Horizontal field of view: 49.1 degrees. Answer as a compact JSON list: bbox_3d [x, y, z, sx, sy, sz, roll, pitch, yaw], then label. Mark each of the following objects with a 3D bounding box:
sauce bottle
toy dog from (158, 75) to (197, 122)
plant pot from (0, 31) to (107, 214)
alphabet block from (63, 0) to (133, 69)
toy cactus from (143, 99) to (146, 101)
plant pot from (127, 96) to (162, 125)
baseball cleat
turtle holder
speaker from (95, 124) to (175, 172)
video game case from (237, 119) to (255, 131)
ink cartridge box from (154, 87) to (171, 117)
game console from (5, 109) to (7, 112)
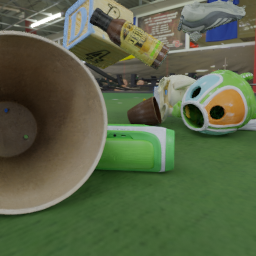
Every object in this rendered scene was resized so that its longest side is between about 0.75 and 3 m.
[{"bbox_3d":[0.022,-2.185,6.797,2.020,0.654,0.654,29,7,-6],"label":"sauce bottle"},{"bbox_3d":[2.589,-1.270,10.620,2.515,1.755,2.439,4,-29,-11],"label":"toy dog"},{"bbox_3d":[-1.739,-0.026,4.316,2.152,2.152,2.298,-5,0,-27],"label":"plant pot"},{"bbox_3d":[-1.030,-3.315,9.728,1.782,1.741,1.750,13,-17,-41],"label":"alphabet block"},{"bbox_3d":[1.534,-1.554,17.123,1.672,0.855,1.379,-11,2,-13],"label":"toy cactus"},{"bbox_3d":[0.563,-0.523,10.297,1.095,1.024,1.024,-15,5,17],"label":"plant pot"},{"bbox_3d":[3.027,-3.992,10.430,2.724,1.450,0.950,-7,53,-22],"label":"baseball cleat"},{"bbox_3d":[2.415,-0.773,8.427,1.775,1.899,2.499,-25,41,-22],"label":"turtle holder"},{"bbox_3d":[-0.120,0.357,4.988,1.855,0.820,0.820,2,9,8],"label":"speaker"},{"bbox_3d":[4.177,-0.250,10.195,2.845,0.314,2.590,2,10,14],"label":"video game case"},{"bbox_3d":[2.091,-1.259,13.096,1.848,1.341,0.774,-8,12,-40],"label":"ink cartridge box"},{"bbox_3d":[-4.741,-0.578,7.612,2.441,1.692,2.860,-45,-12,26],"label":"game console"}]
